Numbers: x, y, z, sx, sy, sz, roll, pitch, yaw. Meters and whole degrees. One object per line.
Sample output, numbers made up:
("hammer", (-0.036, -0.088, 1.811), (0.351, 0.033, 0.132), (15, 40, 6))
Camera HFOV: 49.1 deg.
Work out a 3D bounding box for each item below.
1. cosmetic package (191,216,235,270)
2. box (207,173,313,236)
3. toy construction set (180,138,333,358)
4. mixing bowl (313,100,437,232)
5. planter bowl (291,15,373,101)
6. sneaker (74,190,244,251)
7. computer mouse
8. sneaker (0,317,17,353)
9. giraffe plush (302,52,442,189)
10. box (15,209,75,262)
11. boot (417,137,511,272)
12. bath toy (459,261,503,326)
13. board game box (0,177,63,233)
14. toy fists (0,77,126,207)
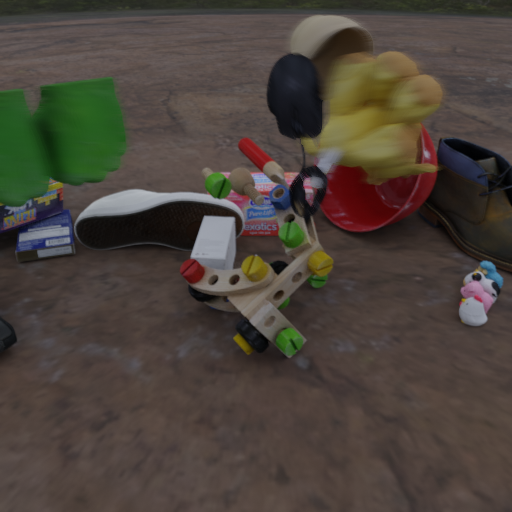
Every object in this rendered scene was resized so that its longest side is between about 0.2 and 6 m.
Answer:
("cosmetic package", (-0.738, -0.006, 10.007), (0.621, 0.864, 1.530), (3, 32, 5))
("box", (0.086, -1.100, 11.717), (2.128, 1.007, 1.092), (0, 30, 1))
("toy construction set", (0.280, 0.064, 8.152), (2.451, 2.939, 2.258), (-21, 40, -17))
("mixing bowl", (2.704, -1.817, 11.798), (1.515, 2.798, 2.798), (6, 20, -42))
("planter bowl", (0.998, -3.003, 8.201), (1.189, 1.189, 0.800), (-15, 56, -24))
("sneaker", (-1.848, -0.911, 11.193), (3.284, 1.196, 1.390), (0, 33, 3))
("computer mouse", (0.378, -0.966, 4.941), (0.478, 1.631, 0.278), (0, 42, 13))
("sneaker", (-4.818, 0.717, 8.716), (1.251, 1.190, 3.157), (-13, 40, -39))
("giraffe plush", (1.874, -1.733, 8.281), (1.708, 2.107, 1.818), (10, 36, -50))
("box", (-4.242, -0.446, 11.311), (1.055, 0.282, 1.742), (-9, 31, -15))
("boot", (4.510, -1.031, 10.880), (1.329, 1.724, 3.558), (-14, 33, -23))
("bath toy", (3.685, 0.609, 9.283), (0.607, 0.516, 1.396), (17, 35, 27))
("board game box", (-5.685, -1.195, 11.110), (2.290, 0.786, 2.771), (25, 31, 23))
("toy fists", (-3.506, -1.834, 9.035), (1.154, 1.710, 3.355), (6, 23, 33))
